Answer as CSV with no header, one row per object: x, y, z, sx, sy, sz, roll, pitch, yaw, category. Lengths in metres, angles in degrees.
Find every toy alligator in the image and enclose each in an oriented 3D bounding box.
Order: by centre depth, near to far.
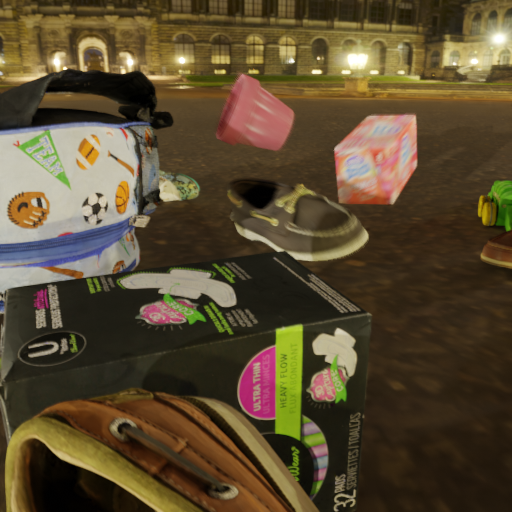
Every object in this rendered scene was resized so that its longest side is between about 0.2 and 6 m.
4.877,-1.145,11.055,0.855,0.782,2.883,5,20,13,toy alligator

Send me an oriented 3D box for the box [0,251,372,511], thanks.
-0.492,0.983,3.780,2.102,1.561,1.306,-7,20,-20,box

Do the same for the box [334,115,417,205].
2.290,-1.845,10.472,1.001,1.086,2.115,4,28,27,box

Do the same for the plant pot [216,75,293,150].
0.012,-2.073,8.460,0.922,1.030,1.030,20,15,-15,plant pot

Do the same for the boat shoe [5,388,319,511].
0.176,1.609,1.696,3.120,1.122,1.061,32,2,36,boat shoe

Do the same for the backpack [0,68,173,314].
-2.995,-0.770,6.845,3.666,2.824,3.492,-7,6,3,backpack

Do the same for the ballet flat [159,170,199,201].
-2.035,-1.522,12.599,0.719,0.719,1.938,-15,22,-36,ballet flat

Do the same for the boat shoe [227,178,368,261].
0.474,-0.655,8.627,1.020,0.862,2.862,-36,30,-26,boat shoe

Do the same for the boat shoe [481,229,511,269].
4.414,-0.340,8.675,2.457,0.830,0.884,-11,22,-29,boat shoe
